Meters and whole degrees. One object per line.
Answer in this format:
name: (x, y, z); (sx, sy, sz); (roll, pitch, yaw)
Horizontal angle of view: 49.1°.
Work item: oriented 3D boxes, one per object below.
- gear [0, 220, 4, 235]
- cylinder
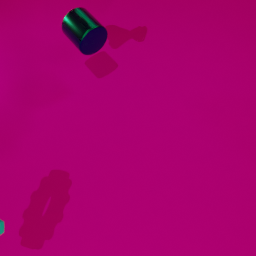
gear: (-2.018, 1.271, 2.803); (0.284, 1.538, 1.538); (11, 55, 30)
cylinder: (-0.975, -2.172, 6.313); (0.760, 0.760, 0.760); (-33, 68, -20)
